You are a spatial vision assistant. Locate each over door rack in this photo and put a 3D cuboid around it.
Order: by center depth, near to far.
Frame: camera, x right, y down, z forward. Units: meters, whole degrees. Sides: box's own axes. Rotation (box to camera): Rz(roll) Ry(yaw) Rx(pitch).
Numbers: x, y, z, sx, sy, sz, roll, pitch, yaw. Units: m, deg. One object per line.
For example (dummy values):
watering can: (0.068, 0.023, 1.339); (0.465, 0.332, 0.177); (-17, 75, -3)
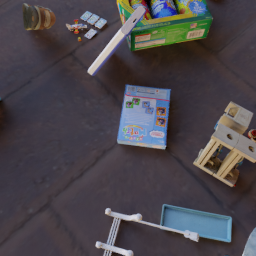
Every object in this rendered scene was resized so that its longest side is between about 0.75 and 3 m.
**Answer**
over door rack: (0.405, 3.221, 6.940); (2.584, 0.861, 1.909); (13, 68, 10)

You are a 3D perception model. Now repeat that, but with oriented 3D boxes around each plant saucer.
plant saucer: (1.847, 2.594, 7.651); (1.895, 0.180, 0.663); (9, 68, 5)

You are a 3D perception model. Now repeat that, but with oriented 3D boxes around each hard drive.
hard drive: (-0.387, -2.645, 8.684); (0.279, 2.196, 1.449); (39, 54, -13)

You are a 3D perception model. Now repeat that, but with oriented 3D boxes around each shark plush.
shark plush: (2.736, 3.475, 6.145); (1.297, 1.189, 2.855); (28, 30, 19)

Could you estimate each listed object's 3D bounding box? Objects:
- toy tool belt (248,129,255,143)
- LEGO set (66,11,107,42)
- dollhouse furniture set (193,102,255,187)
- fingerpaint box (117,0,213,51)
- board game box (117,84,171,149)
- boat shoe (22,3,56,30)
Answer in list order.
toy tool belt: (4.286, -0.021, 8.456); (1.145, 0.704, 0.715); (-13, 67, -5)
LEGO set: (-1.572, -3.769, 10.267); (0.993, 0.326, 1.330); (33, 71, 17)
dollhouse furniture set: (3.027, 0.441, 8.128); (1.289, 1.297, 1.840); (32, 47, 12)
fingerpaint box: (1.208, -4.260, 10.058); (2.880, 1.056, 2.403); (-11, 68, -4)
board game box: (0.526, -0.382, 8.797); (1.471, 0.356, 1.945); (7, 67, 3)
boat shoe: (-3.076, -3.758, 9.620); (0.852, 0.873, 2.307); (-8, 28, -27)
